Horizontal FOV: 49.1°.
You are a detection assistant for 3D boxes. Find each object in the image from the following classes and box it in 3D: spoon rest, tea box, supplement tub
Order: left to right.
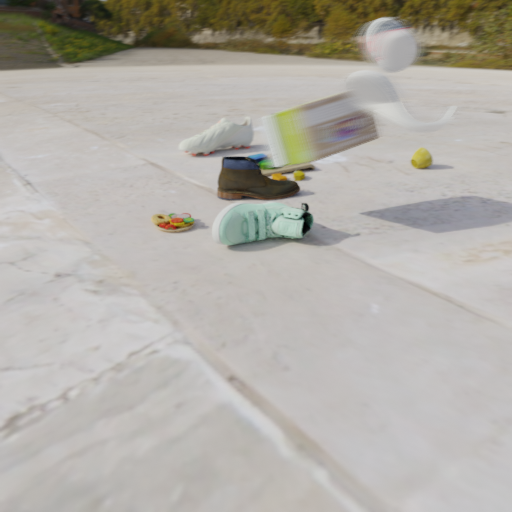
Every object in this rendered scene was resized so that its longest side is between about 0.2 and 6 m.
[{"bbox_3d":[1.379,-2.813,12.348,1.800,1.203,1.771,-23,15,-24],"label":"tea box"},{"bbox_3d":[2.561,-4.072,10.780,0.782,0.782,1.115,-2,37,-5],"label":"supplement tub"},{"bbox_3d":[2.691,-2.939,10.791,2.143,0.649,1.065,24,-12,7],"label":"spoon rest"}]

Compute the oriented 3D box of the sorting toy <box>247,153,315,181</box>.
[{"bbox_3d":[0.738,-2.808,17.199,2.023,0.363,2.715,-10,26,-21],"label":"sorting toy"}]

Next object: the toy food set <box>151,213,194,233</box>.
[{"bbox_3d":[-1.881,-0.786,12.868,0.942,0.231,0.951,-13,27,-27],"label":"toy food set"}]

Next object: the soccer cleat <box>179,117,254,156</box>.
[{"bbox_3d":[-1.373,-4.140,19.255,2.878,1.116,0.997,-16,29,-31],"label":"soccer cleat"}]

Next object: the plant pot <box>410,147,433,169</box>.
[{"bbox_3d":[5.069,-2.966,17.371,0.463,0.652,0.652,-33,34,-14],"label":"plant pot"}]

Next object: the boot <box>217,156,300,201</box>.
[{"bbox_3d":[0.082,-2.076,14.689,2.235,1.083,0.835,-5,25,-10],"label":"boot"}]

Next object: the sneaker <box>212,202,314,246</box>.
[{"bbox_3d":[0.225,-0.686,11.817,1.342,0.837,2.276,14,25,42],"label":"sneaker"}]
